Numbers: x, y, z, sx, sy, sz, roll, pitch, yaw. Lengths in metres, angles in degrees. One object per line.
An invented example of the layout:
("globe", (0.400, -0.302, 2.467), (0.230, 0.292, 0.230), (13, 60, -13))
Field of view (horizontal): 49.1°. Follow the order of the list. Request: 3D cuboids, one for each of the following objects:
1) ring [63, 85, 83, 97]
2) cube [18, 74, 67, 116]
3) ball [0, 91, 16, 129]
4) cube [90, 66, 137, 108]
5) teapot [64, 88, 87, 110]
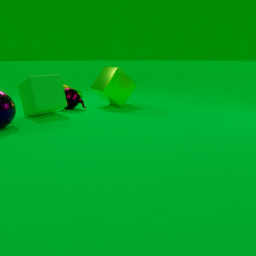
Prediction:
("ring", (-2.988, -1.961, 14.644), (1.301, 0.260, 1.301), (21, 0, 0))
("cube", (-3.138, -1.205, 10.267), (1.206, 1.206, 1.206), (-13, 2, -40))
("ball", (-4.019, -0.545, 8.428), (1.201, 1.201, 1.201), (0, 15, 0))
("cube", (-0.622, -1.768, 11.999), (1.226, 1.226, 1.226), (38, -8, -33))
("teapot", (-2.356, -1.119, 11.383), (1.478, 0.919, 0.723), (13, 47, -5))
